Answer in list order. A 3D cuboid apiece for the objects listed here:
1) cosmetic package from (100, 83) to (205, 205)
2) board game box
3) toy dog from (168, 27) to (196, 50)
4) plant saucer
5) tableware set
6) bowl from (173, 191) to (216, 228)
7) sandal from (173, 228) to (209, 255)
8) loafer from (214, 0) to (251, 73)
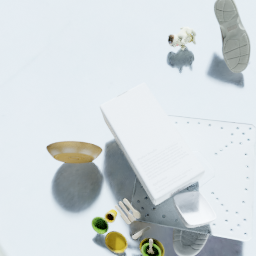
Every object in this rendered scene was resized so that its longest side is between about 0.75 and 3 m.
[{"bbox_3d":[0.536,0.372,7.062,1.396,1.017,2.746,-27,68,-8],"label":"cosmetic package"},{"bbox_3d":[1.723,1.157,7.374,2.958,0.383,2.957,7,71,11],"label":"board game box"},{"bbox_3d":[1.639,-2.826,8.754,0.807,0.563,0.782,-24,71,0],"label":"toy dog"},{"bbox_3d":[-1.385,0.679,7.269,1.453,1.453,0.257,-1,68,0],"label":"plant saucer"},{"bbox_3d":[0.025,2.816,6.866,1.337,0.305,1.985,-39,88,22],"label":"tableware set"},{"bbox_3d":[1.510,1.928,6.548,0.862,0.322,0.860,-5,42,-24],"label":"bowl"},{"bbox_3d":[1.709,2.257,7.235,0.850,0.513,2.089,14,71,13],"label":"sandal"},{"bbox_3d":[3.189,-2.851,8.483,0.825,0.722,2.296,-12,111,27],"label":"loafer"}]
